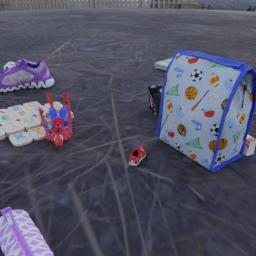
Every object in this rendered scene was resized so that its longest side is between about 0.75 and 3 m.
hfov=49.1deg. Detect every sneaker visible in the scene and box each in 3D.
[{"bbox_3d":[-5.360,-2.949,14.034,0.970,0.828,2.201,6,30,11],"label":"sneaker"},{"bbox_3d":[-4.913,-2.429,12.585,2.971,1.313,1.195,-10,31,-15],"label":"sneaker"},{"bbox_3d":[0.283,0.706,7.799,0.336,0.370,0.871,9,30,16],"label":"sneaker"}]

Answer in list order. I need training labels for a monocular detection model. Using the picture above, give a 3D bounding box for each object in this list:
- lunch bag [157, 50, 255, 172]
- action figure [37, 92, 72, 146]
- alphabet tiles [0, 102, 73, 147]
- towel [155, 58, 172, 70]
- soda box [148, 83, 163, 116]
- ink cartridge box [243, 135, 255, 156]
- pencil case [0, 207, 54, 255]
[{"bbox_3d":[2.159,-0.634,7.773,1.699,2.744,2.333,-21,34,-33],"label":"lunch bag"},{"bbox_3d":[-2.314,-0.612,9.071,0.918,1.393,2.814,-7,39,-11],"label":"action figure"},{"bbox_3d":[-3.526,-0.292,9.794,2.977,0.217,2.912,-20,34,-31],"label":"alphabet tiles"},{"bbox_3d":[2.705,-3.537,15.751,1.571,0.323,2.106,27,37,37],"label":"towel"},{"bbox_3d":[2.166,-1.251,10.539,2.709,0.959,0.858,-11,33,-8],"label":"soda box"},{"bbox_3d":[3.310,0.385,8.255,0.291,0.501,0.861,-14,32,-24],"label":"ink cartridge box"},{"bbox_3d":[-1.783,2.096,4.891,0.711,0.724,1.694,-19,35,-35],"label":"pencil case"}]
